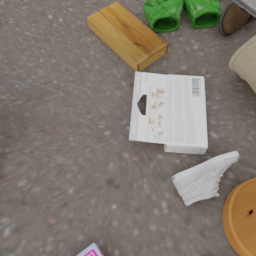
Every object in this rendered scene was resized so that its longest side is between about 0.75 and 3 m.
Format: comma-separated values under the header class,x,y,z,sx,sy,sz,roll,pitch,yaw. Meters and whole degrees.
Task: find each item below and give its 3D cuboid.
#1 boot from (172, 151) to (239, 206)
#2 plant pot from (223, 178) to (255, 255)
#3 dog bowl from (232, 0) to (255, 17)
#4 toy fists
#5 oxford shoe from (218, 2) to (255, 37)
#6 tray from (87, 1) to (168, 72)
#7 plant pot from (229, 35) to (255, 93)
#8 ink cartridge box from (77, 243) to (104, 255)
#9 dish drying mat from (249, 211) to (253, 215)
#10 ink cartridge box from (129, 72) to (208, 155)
class,x,y,z,sx,sy,sz,roll,pitch,yaw
boot,2.017,1.242,6.783,1.778,0.654,0.850,-23,71,-3
plant pot,3.171,1.900,5.843,2.031,1.422,2.031,-2,65,3
dog bowl,2.247,-2.617,5.187,2.135,0.626,2.135,27,29,-17
toy fists,1.821,-4.065,9.404,2.600,0.894,1.326,-8,62,-3
oxford shoe,3.841,-3.788,9.091,2.311,0.840,0.976,-42,27,-16
tray,-0.050,-3.022,9.081,1.273,0.478,2.581,-36,69,-17
plant pot,4.347,-1.226,7.175,2.629,2.629,2.406,-18,75,-9
ink cartridge box,-0.597,3.711,5.501,1.408,0.495,2.359,-32,68,-16
dish drying mat,3.351,2.044,6.557,1.542,0.140,0.592,-28,66,-14
ink cartridge box,1.098,-0.467,7.683,2.001,0.508,2.271,5,62,2
